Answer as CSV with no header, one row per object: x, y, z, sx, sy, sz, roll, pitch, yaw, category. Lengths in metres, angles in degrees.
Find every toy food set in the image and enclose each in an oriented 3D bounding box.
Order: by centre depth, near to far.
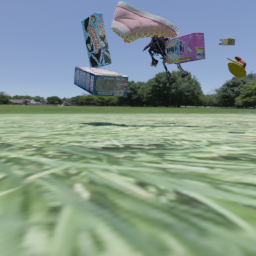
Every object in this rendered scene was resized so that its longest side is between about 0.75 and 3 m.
2.681,-1.507,6.745,0.484,0.269,0.823,35,-2,31,toy food set

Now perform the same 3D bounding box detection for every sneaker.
0.509,-3.309,9.624,2.320,1.213,0.873,23,3,-1,sneaker

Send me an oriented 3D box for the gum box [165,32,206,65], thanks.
1.905,-2.682,9.594,0.493,0.847,1.492,-11,10,-32,gum box

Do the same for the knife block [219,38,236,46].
3.811,-3.386,11.034,0.710,0.259,0.808,13,20,39,knife block

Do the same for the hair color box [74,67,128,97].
-1.159,-1.897,11.227,1.357,0.821,2.714,-2,18,-26,hair color box

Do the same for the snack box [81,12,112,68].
-1.425,-3.842,12.520,0.409,2.203,1.280,-17,11,-37,snack box

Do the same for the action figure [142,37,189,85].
1.525,-3.015,11.795,1.406,2.365,1.207,-30,1,8,action figure
